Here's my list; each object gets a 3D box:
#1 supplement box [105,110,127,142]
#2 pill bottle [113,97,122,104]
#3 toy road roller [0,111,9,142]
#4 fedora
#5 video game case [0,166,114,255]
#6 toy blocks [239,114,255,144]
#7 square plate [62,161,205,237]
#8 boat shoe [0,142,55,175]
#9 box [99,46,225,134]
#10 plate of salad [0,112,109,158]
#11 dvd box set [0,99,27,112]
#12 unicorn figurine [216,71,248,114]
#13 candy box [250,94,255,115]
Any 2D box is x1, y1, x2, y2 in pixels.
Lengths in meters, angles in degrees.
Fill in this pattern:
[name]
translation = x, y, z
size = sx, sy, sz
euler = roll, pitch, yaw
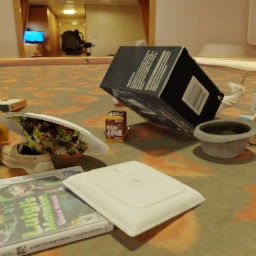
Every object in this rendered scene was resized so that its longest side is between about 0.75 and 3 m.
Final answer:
[supplement box]
translation = -0.392, -0.072, 9.556
size = 0.591, 0.878, 0.890
euler = 3, 18, 8
[pill bottle]
translation = 0.678, -2.069, 14.513
size = 2.868, 1.609, 1.609
euler = -1, 18, -8
[toy road roller]
translation = -4.290, 0.376, 7.763
size = 1.576, 1.872, 2.564
euler = -6, -18, -16
[fedora]
translation = 2.916, 0.342, 8.325
size = 1.885, 0.851, 1.667
euler = -11, 19, -14
[video game case]
translation = -1.747, 1.523, 5.641
size = 2.237, 0.287, 2.460
euler = -8, 20, -22
[toy blocks]
translation = 4.430, -0.007, 9.522
size = 1.789, 0.779, 2.146
euler = -10, 21, -30
[square plate]
translation = 0.133, 1.249, 5.954
size = 2.240, 0.319, 2.219
euler = -7, 21, -43
[boat shoe]
translation = -2.734, 0.700, 7.495
size = 2.135, 0.689, 0.761
euler = 12, 22, 33
[box]
translation = 1.157, -1.277, 9.637
size = 2.923, 1.745, 2.972
euler = 33, -9, -41
[plate of salad]
translation = -1.884, 0.340, 7.115
size = 2.809, 0.675, 2.809
euler = 13, -19, 5
[dvd box set]
translation = -5.947, -1.055, 12.884
size = 1.835, 0.369, 2.508
euler = -1, 11, -3
[unicorn figurine]
translation = 3.453, -1.017, 11.478
size = 2.898, 1.070, 1.990
euler = -52, 37, -14
[candy box]
translation = 5.966, -1.071, 12.524
size = 0.770, 0.917, 0.328
euler = -3, 17, -10
